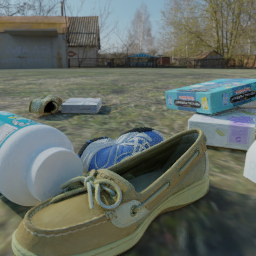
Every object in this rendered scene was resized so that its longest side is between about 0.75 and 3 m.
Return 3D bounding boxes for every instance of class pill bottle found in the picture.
[{"bbox_3d":[-1.419,0.392,3.778,1.858,1.029,1.029,15,21,42],"label":"pill bottle"}]

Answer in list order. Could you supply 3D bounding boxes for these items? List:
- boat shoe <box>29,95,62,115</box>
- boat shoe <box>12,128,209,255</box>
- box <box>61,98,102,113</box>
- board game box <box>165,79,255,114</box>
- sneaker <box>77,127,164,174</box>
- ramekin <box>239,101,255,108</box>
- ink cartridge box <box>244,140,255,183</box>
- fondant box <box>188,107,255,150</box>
[{"bbox_3d":[-2.561,-0.706,9.182,0.541,0.603,1.630,17,20,12],"label":"boat shoe"},{"bbox_3d":[0.031,0.627,3.191,2.686,0.845,0.980,-11,18,-38],"label":"boat shoe"},{"bbox_3d":[-1.604,-0.815,9.945,1.217,0.321,1.561,0,15,-1],"label":"box"},{"bbox_3d":[2.173,-0.830,6.879,1.995,0.468,1.506,-16,16,-27],"label":"board game box"},{"bbox_3d":[0.057,0.482,4.469,0.720,0.707,1.869,35,32,29],"label":"sneaker"},{"bbox_3d":[4.670,-1.216,10.730,1.516,0.706,1.516,0,14,0],"label":"ramekin"},{"bbox_3d":[2.009,0.357,3.893,0.243,1.027,0.822,-3,15,-13],"label":"ink cartridge box"},{"bbox_3d":[2.206,-0.080,6.341,1.305,0.527,1.808,7,19,25],"label":"fondant box"}]
